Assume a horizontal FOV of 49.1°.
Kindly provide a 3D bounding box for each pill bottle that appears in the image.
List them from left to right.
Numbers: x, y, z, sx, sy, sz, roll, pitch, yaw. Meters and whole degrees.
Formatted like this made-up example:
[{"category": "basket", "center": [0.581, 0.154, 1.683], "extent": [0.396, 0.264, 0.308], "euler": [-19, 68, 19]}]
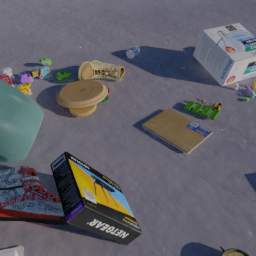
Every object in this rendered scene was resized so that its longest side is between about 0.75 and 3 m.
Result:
[{"category": "pill bottle", "center": [0.310, -4.244, 15.561], "extent": [0.478, 0.478, 0.852], "euler": [21, 43, 24]}]

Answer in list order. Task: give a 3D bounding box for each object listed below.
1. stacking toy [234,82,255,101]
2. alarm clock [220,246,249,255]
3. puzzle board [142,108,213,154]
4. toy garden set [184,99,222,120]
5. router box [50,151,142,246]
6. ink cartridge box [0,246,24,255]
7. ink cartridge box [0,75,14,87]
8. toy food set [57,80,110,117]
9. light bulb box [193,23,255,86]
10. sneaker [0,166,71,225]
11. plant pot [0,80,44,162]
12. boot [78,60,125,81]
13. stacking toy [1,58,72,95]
[{"category": "stacking toy", "center": [5.476, -1.628, 12.496], "extent": [0.989, 0.308, 1.312], "euler": [-5, 40, -6]}, {"category": "alarm clock", "center": [2.608, 3.272, 6.428], "extent": [1.166, 0.388, 0.787], "euler": [17, 42, 23]}, {"category": "puzzle board", "center": [1.843, 0.061, 10.533], "extent": [2.148, 0.187, 1.618], "euler": [33, 48, 33]}, {"category": "toy garden set", "center": [3.141, -0.811, 11.553], "extent": [1.299, 0.259, 1.083], "euler": [25, 47, 28]}, {"category": "router box", "center": [-0.749, 1.765, 6.871], "extent": [0.589, 2.308, 1.721], "euler": [-40, 45, 7]}, {"category": "ink cartridge box", "center": [-2.981, 3.505, 5.801], "extent": [1.384, 0.815, 2.403], "euler": [-9, 40, -11]}, {"category": "ink cartridge box", "center": [-5.695, -0.872, 10.865], "extent": [2.757, 1.180, 2.035], "euler": [-21, 44, -21]}, {"category": "toy food set", "center": [-1.879, -1.379, 11.882], "extent": [2.252, 0.548, 2.229], "euler": [23, 46, 34]}, {"category": "light bulb box", "center": [4.954, -3.588, 13.520], "extent": [2.412, 1.518, 2.433], "euler": [-19, 57, -21]}, {"category": "sneaker", "center": [-2.465, 1.777, 7.550], "extent": [2.683, 0.896, 1.438], "euler": [2, 63, 7]}, {"category": "plant pot", "center": [-4.009, -0.117, 8.908], "extent": [2.140, 2.666, 2.666], "euler": [24, 34, -21]}, {"category": "boot", "center": [-1.202, -2.607, 13.176], "extent": [1.695, 0.794, 2.181], "euler": [16, 25, 16]}, {"category": "stacking toy", "center": [-4.382, -2.486, 13.374], "extent": [2.692, 0.633, 2.030], "euler": [-28, 48, -32]}]
